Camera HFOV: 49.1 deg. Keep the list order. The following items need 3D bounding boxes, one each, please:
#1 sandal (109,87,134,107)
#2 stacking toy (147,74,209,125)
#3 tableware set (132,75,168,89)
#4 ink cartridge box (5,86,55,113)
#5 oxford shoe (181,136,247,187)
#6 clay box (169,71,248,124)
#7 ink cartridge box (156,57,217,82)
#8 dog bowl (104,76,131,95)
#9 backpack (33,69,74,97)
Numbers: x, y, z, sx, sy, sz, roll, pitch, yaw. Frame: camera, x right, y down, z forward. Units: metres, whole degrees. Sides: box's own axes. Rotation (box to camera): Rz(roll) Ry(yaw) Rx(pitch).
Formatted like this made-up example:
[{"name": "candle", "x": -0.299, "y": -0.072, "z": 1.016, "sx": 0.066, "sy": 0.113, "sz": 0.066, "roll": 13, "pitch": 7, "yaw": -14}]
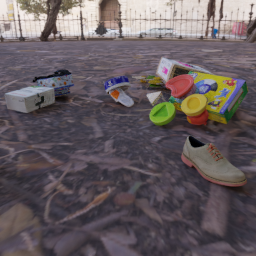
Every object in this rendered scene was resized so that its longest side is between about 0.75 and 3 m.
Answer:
[{"name": "sandal", "x": -0.303, "y": -1.249, "z": 12.129, "sx": 0.570, "sy": 0.426, "sz": 1.487, "roll": -31, "pitch": 53, "yaw": -18}, {"name": "stacking toy", "x": 1.803, "y": -0.776, "z": 10.137, "sx": 1.992, "sy": 0.929, "sz": 2.200, "roll": -24, "pitch": 41, "yaw": 15}, {"name": "tableware set", "x": 1.518, "y": -2.507, "z": 15.404, "sx": 1.738, "sy": 0.396, "sz": 2.580, "roll": -10, "pitch": 22, "yaw": -31}, {"name": "ink cartridge box", "x": -4.027, "y": -1.223, "z": 11.603, "sx": 1.196, "sy": 0.677, "sz": 1.631, "roll": 11, "pitch": 24, "yaw": 27}, {"name": "oxford shoe", "x": 1.941, "y": 0.742, "z": 6.563, "sx": 0.656, "sy": 0.696, "sz": 1.862, "roll": -14, "pitch": 25, "yaw": -31}, {"name": "clay box", "x": 2.856, "y": -1.278, "z": 10.694, "sx": 2.788, "sy": 0.664, "sz": 1.602, "roll": 23, "pitch": 69, "yaw": 43}, {"name": "ink cartridge box", "x": 2.884, "y": -2.717, "z": 14.291, "sx": 2.277, "sy": 1.038, "sz": 2.764, "roll": 12, "pitch": 20, "yaw": -12}, {"name": "dog bowl", "x": -0.479, "y": -1.902, "z": 12.568, "sx": 1.138, "sy": 0.448, "sz": 1.138, "roll": -18, "pitch": -8, "yaw": -2}, {"name": "backpack", "x": -3.256, "y": -2.034, "z": 12.856, "sx": 1.492, "sy": 1.207, "sz": 1.566, "roll": -7, "pitch": 18, "yaw": 41}]
